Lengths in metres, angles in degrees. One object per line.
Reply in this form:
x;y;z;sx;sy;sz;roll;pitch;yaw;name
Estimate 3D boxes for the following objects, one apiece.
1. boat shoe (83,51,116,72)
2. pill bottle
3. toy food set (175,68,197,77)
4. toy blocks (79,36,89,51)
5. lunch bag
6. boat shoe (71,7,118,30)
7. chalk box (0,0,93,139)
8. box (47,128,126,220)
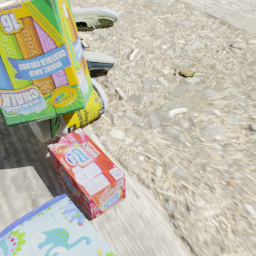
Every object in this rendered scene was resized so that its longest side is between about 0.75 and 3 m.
-1.899;-2.297;10.283;2.875;0.889;1.076;-3;27;-18;boat shoe
-1.751;-0.506;8.191;2.161;1.215;1.215;-33;52;-27;pill bottle
2.234;-2.117;10.709;0.820;0.165;0.566;6;36;14;toy food set
-2.803;-3.473;11.600;1.542;1.298;1.441;-19;72;-52;toy blocks
-1.469;2.751;4.393;2.619;1.669;2.227;-25;48;-37;lunch bag
-1.899;-5.177;13.505;2.898;1.043;0.899;-2;79;-7;boat shoe
-1.908;-1.245;6.338;1.819;2.934;1.831;-13;25;3;chalk box
-1.008;1.034;6.729;0.989;0.947;1.984;-28;50;-27;box
